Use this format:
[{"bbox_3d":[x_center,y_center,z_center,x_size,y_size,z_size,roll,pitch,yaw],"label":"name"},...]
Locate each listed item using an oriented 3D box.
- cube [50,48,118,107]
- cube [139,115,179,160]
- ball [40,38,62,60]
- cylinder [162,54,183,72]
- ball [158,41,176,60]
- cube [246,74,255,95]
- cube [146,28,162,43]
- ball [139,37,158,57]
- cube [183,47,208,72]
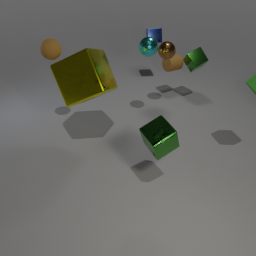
[{"bbox_3d":[-1.369,-1.635,9.060,1.400,1.400,1.400,-19,8,19],"label":"cube"},{"bbox_3d":[0.804,0.247,7.132,0.700,0.700,0.700,-32,53,-7],"label":"cube"},{"bbox_3d":[-2.570,-2.625,9.330,0.700,0.700,0.700,0,32,0],"label":"ball"},{"bbox_3d":[2.042,-2.970,12.815,0.700,0.700,0.700,-18,36,-28],"label":"cylinder"},{"bbox_3d":[1.544,-3.083,11.139,0.700,0.700,0.700,0,32,0],"label":"ball"},{"bbox_3d":[3.993,-1.195,8.060,0.700,0.700,0.700,31,26,-38],"label":"cube"},{"bbox_3d":[1.290,-4.596,13.953,0.700,0.700,0.700,-5,18,-3],"label":"cube"},{"bbox_3d":[0.728,-2.888,9.972,0.700,0.700,0.700,0,32,0],"label":"ball"},{"bbox_3d":[2.969,-2.992,12.319,0.700,0.700,0.700,-29,-4,-8],"label":"cube"}]
